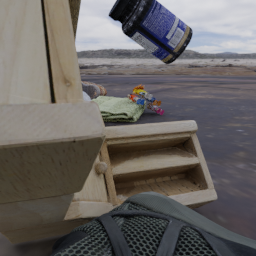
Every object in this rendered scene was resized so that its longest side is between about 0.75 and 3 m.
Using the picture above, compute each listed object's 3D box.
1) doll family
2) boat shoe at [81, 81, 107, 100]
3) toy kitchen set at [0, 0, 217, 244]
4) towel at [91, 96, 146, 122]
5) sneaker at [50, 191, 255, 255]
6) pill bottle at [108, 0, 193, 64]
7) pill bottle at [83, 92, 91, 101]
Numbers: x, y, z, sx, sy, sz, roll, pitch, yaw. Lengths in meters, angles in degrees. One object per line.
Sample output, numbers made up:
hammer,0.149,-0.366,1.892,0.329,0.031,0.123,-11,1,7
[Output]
doll family,0.644,-1.042,9.619,1.509,0.680,0.936,24,7,-36
boat shoe,-2.030,-1.932,14.422,0.882,0.930,2.457,-7,23,-43
toy kitchen set,-0.070,-0.354,2.380,2.173,1.965,2.409,-4,-25,-19
towel,-0.486,-0.693,9.577,2.090,0.514,2.817,4,13,13
sneaker,0.355,1.015,1.311,1.336,0.891,2.332,-13,15,-39
pill bottle,0.686,-3.216,8.744,2.463,1.377,1.377,31,3,-19
pill bottle,-1.991,-0.587,7.415,1.269,1.269,2.316,-11,17,-39
